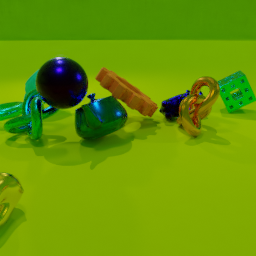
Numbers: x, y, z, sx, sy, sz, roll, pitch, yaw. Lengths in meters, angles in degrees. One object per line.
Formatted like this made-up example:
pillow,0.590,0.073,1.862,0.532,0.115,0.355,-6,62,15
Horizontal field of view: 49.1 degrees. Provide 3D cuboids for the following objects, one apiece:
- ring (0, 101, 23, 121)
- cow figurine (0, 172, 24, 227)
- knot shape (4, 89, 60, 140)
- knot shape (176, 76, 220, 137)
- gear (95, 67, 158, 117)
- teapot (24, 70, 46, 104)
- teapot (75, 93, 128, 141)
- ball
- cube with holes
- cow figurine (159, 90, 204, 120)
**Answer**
ring,-3.490,-0.426,7.596,1.454,0.291,1.454,-9,16,3
cow figurine,-1.980,0.766,3.869,1.275,0.700,1.255,1,24,7
knot shape,-2.199,-0.247,6.346,1.331,0.657,1.423,-32,31,22
knot shape,1.677,-0.565,6.679,0.683,1.383,1.478,26,14,13
gear,-0.020,-0.939,7.315,1.763,0.326,1.763,34,13,-9
teapot,-2.322,-1.299,8.424,2.083,1.020,1.295,-43,11,-4
teapot,-0.649,-0.292,6.076,1.202,0.947,1.933,-21,5,7
ball,-1.364,-0.926,5.842,1.071,1.071,1.071,0,19,0
cube with holes,3.224,-1.112,8.472,0.848,0.848,0.848,-26,12,19
cow figurine,1.527,-0.661,7.925,1.338,0.734,1.316,-16,4,6
